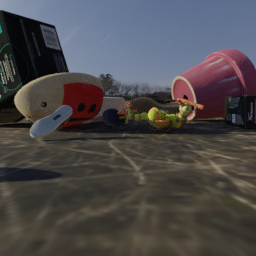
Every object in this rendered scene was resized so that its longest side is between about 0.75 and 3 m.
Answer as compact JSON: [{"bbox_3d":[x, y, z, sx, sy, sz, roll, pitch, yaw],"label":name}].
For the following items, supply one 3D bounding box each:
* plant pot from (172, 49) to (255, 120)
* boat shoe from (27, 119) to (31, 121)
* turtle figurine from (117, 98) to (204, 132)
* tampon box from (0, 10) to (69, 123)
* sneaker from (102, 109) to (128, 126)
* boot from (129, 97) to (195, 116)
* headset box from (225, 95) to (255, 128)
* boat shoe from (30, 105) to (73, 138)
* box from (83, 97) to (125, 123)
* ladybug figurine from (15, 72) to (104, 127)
[{"bbox_3d":[3.211,-1.489,10.993,2.462,2.750,2.750,-17,10,-16],"label":"plant pot"},{"bbox_3d":[-3.098,-0.741,10.972,0.924,0.876,2.441,1,5,8],"label":"boat shoe"},{"bbox_3d":[0.906,-0.238,6.669,2.021,0.651,1.630,-5,-5,26],"label":"turtle figurine"},{"bbox_3d":[-3.479,-1.580,8.306,2.912,2.182,1.838,-22,-8,32],"label":"tampon box"},{"bbox_3d":[-0.470,-0.296,8.362,0.568,0.510,1.380,-2,-2,22],"label":"sneaker"},{"bbox_3d":[1.192,-0.674,9.522,1.995,0.722,1.660,7,10,20],"label":"boot"},{"bbox_3d":[4.213,-0.494,7.983,2.385,0.921,1.775,-1,5,3],"label":"headset box"},{"bbox_3d":[-1.440,-0.063,5.361,0.342,0.308,0.968,40,54,14],"label":"boat shoe"},{"bbox_3d":[-1.199,-0.712,10.431,1.084,0.902,2.639,5,7,30],"label":"box"},{"bbox_3d":[-1.611,-0.658,7.468,1.884,0.999,2.776,-32,-12,32],"label":"ladybug figurine"}]
